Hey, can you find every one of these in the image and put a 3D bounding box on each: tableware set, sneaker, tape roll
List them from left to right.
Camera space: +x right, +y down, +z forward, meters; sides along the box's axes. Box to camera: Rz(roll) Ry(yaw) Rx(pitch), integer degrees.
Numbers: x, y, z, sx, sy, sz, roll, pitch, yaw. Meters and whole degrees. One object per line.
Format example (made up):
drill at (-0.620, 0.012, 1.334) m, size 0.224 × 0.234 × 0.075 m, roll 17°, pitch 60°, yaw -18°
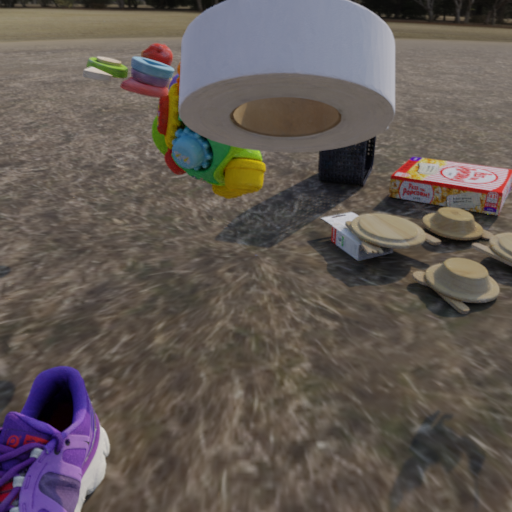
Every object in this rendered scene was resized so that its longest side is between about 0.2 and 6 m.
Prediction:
sneaker at (-1.756, 1.799, 4.063) m, size 1.054 × 1.091 × 2.614 m, roll -3°, pitch 27°, yaw -6°
tape roll at (0.261, -1.420, 4.676) m, size 1.797 × 0.629 × 1.797 m, roll 2°, pitch -8°, yaw 0°
tableware set at (3.146, -0.150, 8.822) m, size 3.115 × 0.361 × 2.602 m, roll -11°, pitch 32°, yaw -28°

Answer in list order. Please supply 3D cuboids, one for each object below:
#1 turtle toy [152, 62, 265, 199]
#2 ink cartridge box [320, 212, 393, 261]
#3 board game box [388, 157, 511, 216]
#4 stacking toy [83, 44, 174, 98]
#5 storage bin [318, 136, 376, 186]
turtle toy at (-0.606, -1.549, 6.655) m, size 1.164 × 1.678 × 2.302 m, roll 3°, pitch 1°, yaw -15°
ink cartridge box at (1.645, -0.348, 9.334) m, size 0.678 × 0.313 × 1.244 m, roll -12°, pitch 27°, yaw -21°
board game box at (3.978, -1.462, 11.382) m, size 2.119 × 0.491 × 1.605 m, roll 14°, pitch 29°, yaw 26°
stacking toy at (-2.108, -3.313, 9.550) m, size 1.505 × 0.702 × 1.663 m, roll 12°, pitch 24°, yaw -14°
storage bin at (2.016, -2.755, 12.094) m, size 1.017 × 2.170 × 1.467 m, roll 8°, pitch 29°, yaw 18°
